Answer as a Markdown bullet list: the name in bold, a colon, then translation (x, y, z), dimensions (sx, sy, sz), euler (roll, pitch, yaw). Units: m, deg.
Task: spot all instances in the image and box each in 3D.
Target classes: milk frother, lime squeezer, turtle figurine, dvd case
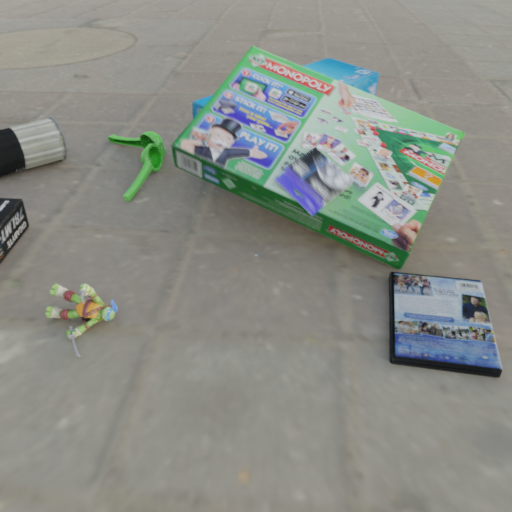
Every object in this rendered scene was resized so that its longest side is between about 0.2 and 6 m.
- **milk frother**: translation (-4.881, -2.552, 11.256), dimensions (1.493, 1.587, 1.432), euler (-25, 37, -33)
- **lime squeezer**: translation (-2.381, -2.089, 11.481), dimensions (1.084, 0.579, 3.068), euler (-10, 36, -14)
- **turtle figurine**: translation (-2.364, 0.689, 7.243), dimensions (0.896, 0.665, 0.924), euler (11, 32, 23)
- **dvd case**: translation (2.437, 0.841, 7.461), dimensions (1.305, 0.161, 1.830), euler (5, 35, 10)

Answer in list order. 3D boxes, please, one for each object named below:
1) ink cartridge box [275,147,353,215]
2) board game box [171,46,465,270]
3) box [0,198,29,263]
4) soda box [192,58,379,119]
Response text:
- **ink cartridge box**: translation (0.867, -1.146, 8.468), dimensions (0.852, 0.185, 0.844), euler (-38, 71, -20)
- **board game box**: translation (1.054, -1.770, 9.265), dimensions (4.040, 0.588, 2.719), euler (26, 61, 12)
- **box**: translation (-5.130, -0.125, 8.499), dimensions (2.438, 0.610, 2.456), euler (1, 34, 2)
- **soda box**: translation (0.740, -2.956, 11.916), dimensions (1.479, 1.399, 4.361), euler (31, 44, 32)
